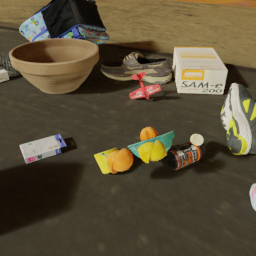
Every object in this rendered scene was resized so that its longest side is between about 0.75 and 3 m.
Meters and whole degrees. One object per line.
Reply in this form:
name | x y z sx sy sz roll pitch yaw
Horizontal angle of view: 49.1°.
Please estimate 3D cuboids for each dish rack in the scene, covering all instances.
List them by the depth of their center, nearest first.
dish rack | -4.332 -2.752 11.080 2.243 0.612 1.721 25 39 33

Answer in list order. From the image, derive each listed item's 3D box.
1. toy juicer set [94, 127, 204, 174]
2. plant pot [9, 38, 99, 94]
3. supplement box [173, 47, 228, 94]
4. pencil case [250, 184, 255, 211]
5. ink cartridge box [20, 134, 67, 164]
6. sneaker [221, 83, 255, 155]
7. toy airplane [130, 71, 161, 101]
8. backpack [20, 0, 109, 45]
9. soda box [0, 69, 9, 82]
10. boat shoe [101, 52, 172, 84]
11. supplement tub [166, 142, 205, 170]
toy juicer set | 0.530 0.258 5.438 2.356 0.641 1.498 -17 -3 -11
plant pot | -2.328 -1.990 9.257 2.775 1.281 2.775 0 33 0
supplement box | 2.389 -2.054 9.730 1.487 0.867 2.359 2 33 4
pencil case | 2.809 1.223 4.932 1.207 0.502 0.547 -1 16 0
ink cartridge box | -1.931 0.460 6.428 0.949 0.199 0.566 -19 37 -22
sneaker | 2.993 -0.204 6.960 1.077 0.948 2.545 10 42 5
toy airplane | 0.429 -1.236 8.337 1.040 1.040 0.191 10 37 15
backpack | -2.673 -3.889 11.405 2.988 2.010 2.728 -20 5 23
soda box | -4.713 -1.738 9.756 1.001 0.319 0.341 -28 42 -35
boat shoe | 0.290 -2.243 9.954 2.586 0.948 0.963 7 33 11
supplement tub | 1.261 0.565 6.028 0.832 0.445 0.445 -19 37 -26
